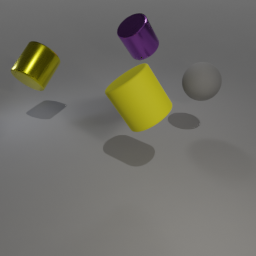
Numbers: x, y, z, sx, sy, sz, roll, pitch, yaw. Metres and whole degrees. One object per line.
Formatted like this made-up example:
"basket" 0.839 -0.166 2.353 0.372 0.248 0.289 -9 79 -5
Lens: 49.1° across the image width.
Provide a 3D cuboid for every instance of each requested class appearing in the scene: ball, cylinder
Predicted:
"ball" 2.684 -1.691 10.215 1.400 1.400 1.400 0 30 0
"cylinder" 0.303 -0.843 7.843 1.400 1.400 1.400 -31 19 12
"cylinder" 0.450 -3.928 12.116 1.400 1.400 1.400 -16 53 23
"cylinder" -3.597 -2.404 10.986 1.400 1.400 1.400 17 71 27
